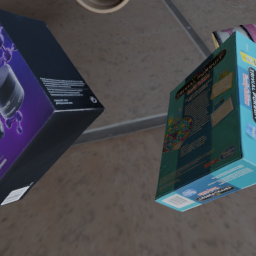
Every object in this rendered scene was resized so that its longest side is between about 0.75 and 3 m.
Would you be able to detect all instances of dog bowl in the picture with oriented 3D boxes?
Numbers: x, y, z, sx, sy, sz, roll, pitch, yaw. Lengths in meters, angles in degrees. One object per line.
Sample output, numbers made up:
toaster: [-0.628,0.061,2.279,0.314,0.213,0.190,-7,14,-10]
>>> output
dog bowl: [1.869,-0.862,4.366,0.592,1.607,1.607,-22,49,19]

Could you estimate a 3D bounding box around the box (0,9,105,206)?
box: [-2.082,-0.164,4.842,1.137,2.883,2.035,-6,57,-56]

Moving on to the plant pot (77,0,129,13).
plant pot: [-0.630,-4.975,8.784,2.242,2.242,1.955,9,35,7]

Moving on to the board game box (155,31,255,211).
board game box: [0.893,-0.062,3.094,0.389,1.252,1.659,26,53,-16]
